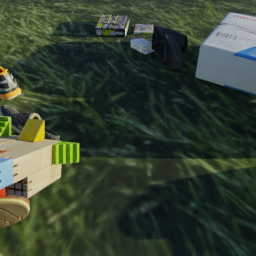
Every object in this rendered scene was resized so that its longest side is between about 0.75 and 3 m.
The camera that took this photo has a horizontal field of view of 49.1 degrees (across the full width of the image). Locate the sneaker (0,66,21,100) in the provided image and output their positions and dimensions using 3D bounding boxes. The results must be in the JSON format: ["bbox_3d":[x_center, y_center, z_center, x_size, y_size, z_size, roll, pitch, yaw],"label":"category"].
[{"bbox_3d":[-4.156,-1.583,8.517,2.150,0.830,0.841,19,46,23],"label":"sneaker"}]

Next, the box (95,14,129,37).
[{"bbox_3d":[-0.655,-4.466,12.165,1.306,0.361,1.630,3,41,5],"label":"box"}]

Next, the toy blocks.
[{"bbox_3d":[-2.642,0.647,4.805,2.979,1.489,2.037,5,9,14],"label":"toy blocks"}]

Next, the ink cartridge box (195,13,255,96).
[{"bbox_3d":[3.820,-2.560,9.231,2.133,1.242,2.950,23,48,22],"label":"ink cartridge box"}]

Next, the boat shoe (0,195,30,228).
[{"bbox_3d":[-3.089,1.344,5.079,2.575,0.927,0.870,-5,43,-2],"label":"boat shoe"}]

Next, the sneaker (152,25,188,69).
[{"bbox_3d":[1.663,-2.983,10.053,1.201,1.005,2.646,-1,43,-10],"label":"sneaker"}]

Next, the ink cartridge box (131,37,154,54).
[{"bbox_3d":[0.565,-3.157,10.714,0.512,0.297,0.879,-28,48,-28],"label":"ink cartridge box"}]

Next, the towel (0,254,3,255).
[{"bbox_3d":[-2.679,2.399,4.475,1.172,0.133,0.842,2,42,2],"label":"towel"}]

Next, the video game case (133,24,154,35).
[{"bbox_3d":[0.682,-4.288,12.144,0.851,0.120,0.942,3,41,4],"label":"video game case"}]

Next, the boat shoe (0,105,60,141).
[{"bbox_3d":[-2.319,-0.075,6.694,1.892,0.622,0.676,37,8,22],"label":"boat shoe"}]
